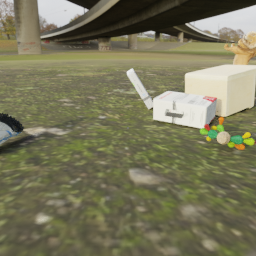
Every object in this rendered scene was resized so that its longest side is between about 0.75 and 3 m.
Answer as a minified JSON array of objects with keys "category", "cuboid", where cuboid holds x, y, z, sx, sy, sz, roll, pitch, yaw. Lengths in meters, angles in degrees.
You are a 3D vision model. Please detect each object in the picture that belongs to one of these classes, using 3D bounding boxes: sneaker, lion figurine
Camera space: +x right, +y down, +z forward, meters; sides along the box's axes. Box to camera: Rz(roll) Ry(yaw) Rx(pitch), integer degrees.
[{"category":"sneaker","cuboid":[-3.324,0.171,6.785,0.750,0.757,2.088,46,19,-1]},{"category":"lion figurine","cuboid":[5.435,-3.193,13.618,1.069,2.949,1.806,-9,26,-33]}]

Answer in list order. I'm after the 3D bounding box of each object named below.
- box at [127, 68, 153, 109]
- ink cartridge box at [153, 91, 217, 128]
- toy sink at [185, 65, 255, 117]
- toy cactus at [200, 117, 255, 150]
[{"category":"box","cuboid":[0.516,-1.630,11.506,0.334,1.620,1.263,-31,16,8]},{"category":"ink cartridge box","cuboid":[1.865,-0.646,9.227,1.765,0.739,1.274,13,25,28]},{"category":"toy sink","cuboid":[3.856,-1.532,11.084,2.809,1.574,1.831,-20,24,-37]},{"category":"toy cactus","cuboid":[2.330,0.171,6.614,1.289,0.659,1.064,25,14,22]}]
